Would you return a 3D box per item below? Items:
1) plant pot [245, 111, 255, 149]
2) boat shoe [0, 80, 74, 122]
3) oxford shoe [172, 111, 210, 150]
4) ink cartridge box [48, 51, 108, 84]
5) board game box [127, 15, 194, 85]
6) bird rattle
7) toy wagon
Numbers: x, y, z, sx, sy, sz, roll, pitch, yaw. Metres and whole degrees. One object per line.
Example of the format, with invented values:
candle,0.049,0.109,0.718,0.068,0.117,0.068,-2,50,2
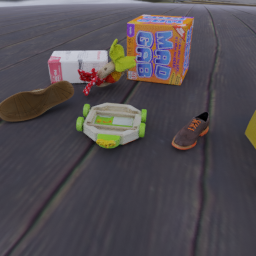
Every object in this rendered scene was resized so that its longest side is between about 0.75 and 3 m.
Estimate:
plant pot,5.320,-0.240,7.750,2.792,2.462,2.791,-1,30,0
boat shoe,-3.522,-1.002,10.793,2.896,1.045,1.042,-29,9,-25
oxford shoe,2.028,0.034,8.968,0.699,0.712,1.964,26,39,26
ink cartridge box,-2.382,-3.088,14.006,2.757,1.169,2.008,-3,30,-3
board game box,1.630,-4.002,14.019,2.714,2.712,2.713,10,31,16
bird rattle,-0.823,-2.346,12.290,1.518,2.694,2.196,48,8,11
toy wagon,-0.541,-0.069,9.227,2.209,0.563,2.848,5,31,3
